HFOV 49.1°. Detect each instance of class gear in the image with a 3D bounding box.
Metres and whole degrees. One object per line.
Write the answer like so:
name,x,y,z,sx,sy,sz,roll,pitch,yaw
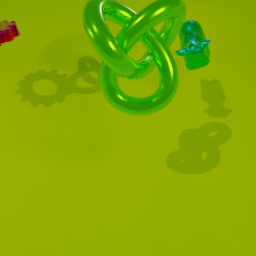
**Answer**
gear,-3.572,-2.305,7.044,1.601,0.296,1.601,-8,35,5

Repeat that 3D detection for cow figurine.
cow figurine,1.543,-2.024,6.673,0.788,1.412,1.435,-15,76,20

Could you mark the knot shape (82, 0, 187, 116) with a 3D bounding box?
knot shape,0.177,-1.130,4.637,2.042,1.911,0.944,-14,22,-34
